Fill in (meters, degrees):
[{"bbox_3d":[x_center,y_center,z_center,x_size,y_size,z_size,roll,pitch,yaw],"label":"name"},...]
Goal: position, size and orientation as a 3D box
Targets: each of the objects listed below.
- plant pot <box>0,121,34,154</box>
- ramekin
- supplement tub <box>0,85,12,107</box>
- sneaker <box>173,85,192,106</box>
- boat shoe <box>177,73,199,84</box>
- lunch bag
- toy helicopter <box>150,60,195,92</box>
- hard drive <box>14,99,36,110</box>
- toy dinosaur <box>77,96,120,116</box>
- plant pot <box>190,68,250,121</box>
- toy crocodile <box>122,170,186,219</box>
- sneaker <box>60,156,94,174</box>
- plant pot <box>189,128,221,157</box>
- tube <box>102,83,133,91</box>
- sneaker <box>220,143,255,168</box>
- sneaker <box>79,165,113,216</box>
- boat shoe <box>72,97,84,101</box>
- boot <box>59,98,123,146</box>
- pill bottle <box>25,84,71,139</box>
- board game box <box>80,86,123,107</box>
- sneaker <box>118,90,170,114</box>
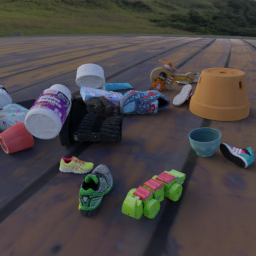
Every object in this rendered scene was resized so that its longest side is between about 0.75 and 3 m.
[{"bbox_3d":[-3.644,0.358,9.044,0.829,0.937,0.937,-30,36,-35],"label":"plant pot"},{"bbox_3d":[-2.058,-2.836,15.337,1.594,0.777,1.594,-4,-19,-1],"label":"ramekin"},{"bbox_3d":[-5.891,-1.348,12.670,1.043,1.043,1.703,-12,27,-26],"label":"supplement tub"},{"bbox_3d":[2.718,-1.438,13.566,0.581,0.588,1.482,15,52,39],"label":"sneaker"},{"bbox_3d":[3.695,-3.063,17.174,1.762,0.572,0.636,-14,27,-29],"label":"boat shoe"},{"bbox_3d":[-4.070,-0.320,10.343,1.555,0.599,1.247,27,35,11],"label":"lunch bag"},{"bbox_3d":[2.482,-2.922,15.531,2.458,1.626,0.970,0,24,0],"label":"toy helicopter"},{"bbox_3d":[-4.469,-0.718,11.931,1.463,0.459,2.169,17,29,34],"label":"hard drive"},{"bbox_3d":[-1.255,-0.957,11.804,2.711,1.043,1.387,-18,43,-27],"label":"toy dinosaur"},{"bbox_3d":[4.067,-1.596,12.300,2.565,1.796,2.565,0,23,0],"label":"plant pot"},{"bbox_3d":[0.652,1.481,6.632,0.735,0.673,2.179,21,31,40],"label":"toy crocodile"},{"bbox_3d":[-1.463,1.024,7.969,0.985,0.445,0.385,0,22,-3],"label":"sneaker"},{"bbox_3d":[2.432,0.497,8.845,0.976,0.654,0.976,-7,25,3],"label":"plant pot"},{"bbox_3d":[-0.599,-2.328,15.733,1.757,0.443,0.680,-10,41,-29],"label":"tube"},{"bbox_3d":[3.404,0.744,8.543,0.686,0.475,1.136,-15,35,-20],"label":"sneaker"},{"bbox_3d":[-0.755,1.357,6.882,0.645,0.704,1.653,3,23,6],"label":"sneaker"},{"bbox_3d":[-2.133,-1.118,12.786,0.490,0.478,1.295,32,18,32],"label":"boat shoe"},{"bbox_3d":[-1.201,-0.275,10.105,2.073,1.043,2.772,-7,34,2],"label":"boot"},{"bbox_3d":[-2.444,-0.611,8.970,1.079,1.079,1.922,2,37,4],"label":"pill bottle"},{"bbox_3d":[-1.136,-1.449,13.171,2.038,0.373,1.542,8,20,-20],"label":"board game box"},{"bbox_3d":[0.777,-1.096,12.161,2.528,1.002,1.207,-16,30,-31],"label":"sneaker"}]
